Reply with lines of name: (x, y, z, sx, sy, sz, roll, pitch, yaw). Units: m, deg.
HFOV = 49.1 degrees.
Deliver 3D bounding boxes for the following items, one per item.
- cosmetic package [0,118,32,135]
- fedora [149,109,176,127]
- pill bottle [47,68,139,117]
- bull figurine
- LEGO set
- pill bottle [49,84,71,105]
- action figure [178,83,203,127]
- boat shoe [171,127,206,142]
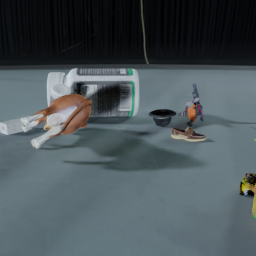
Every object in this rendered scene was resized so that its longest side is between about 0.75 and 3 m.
cosmetic package: (-3.216, -0.065, 8.042, 0.410, 0.323, 0.762, 12, 19, 40)
fedora: (1.067, -0.291, 8.669, 0.924, 0.422, 0.924, -2, 18, 1)
pill bottle: (-1.162, -1.203, 9.618, 2.951, 1.669, 1.669, -1, 15, -7)
bull figurine: (-1.618, -0.179, 6.595, 1.600, 0.858, 2.636, -31, 2, -20)
LEGO set: (2.873, 0.528, 3.895, 2.406, 1.394, 1.850, 9, 18, 29)
pill bottle: (-1.940, -0.711, 7.943, 0.548, 0.969, 0.548, 12, 39, -10)
action figure: (1.987, -0.723, 8.931, 0.666, 1.274, 1.233, -10, 12, 22)
boat shoe: (1.575, 0.141, 7.297, 0.907, 0.327, 0.327, 8, 17, 26)
